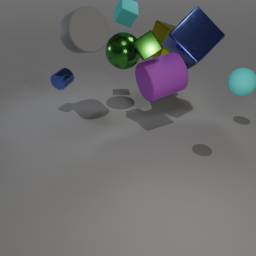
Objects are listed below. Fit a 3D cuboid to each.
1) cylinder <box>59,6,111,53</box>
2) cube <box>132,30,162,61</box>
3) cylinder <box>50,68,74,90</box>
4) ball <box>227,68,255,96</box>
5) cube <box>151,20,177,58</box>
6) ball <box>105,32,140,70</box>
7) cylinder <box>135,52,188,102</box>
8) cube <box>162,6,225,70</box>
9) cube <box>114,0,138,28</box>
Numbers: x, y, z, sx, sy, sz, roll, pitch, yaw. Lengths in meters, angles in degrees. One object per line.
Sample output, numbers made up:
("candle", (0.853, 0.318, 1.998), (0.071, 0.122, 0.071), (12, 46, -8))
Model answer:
("cylinder", (-1.477, -3.235, 9.365), (1.400, 1.400, 1.400), (-14, 19, -23))
("cube", (0.619, -2.694, 9.186), (0.700, 0.700, 0.700), (-32, 13, 6))
("cylinder", (-2.688, -2.007, 11.480), (0.700, 0.700, 0.700), (13, 41, 22))
("ball", (2.859, -1.148, 7.019), (0.700, 0.700, 0.700), (0, 29, 0))
("cube", (1.796, -3.584, 12.042), (1.400, 1.400, 1.400), (6, 32, -27))
("ball", (-0.179, -2.991, 10.903), (1.400, 1.400, 1.400), (0, 29, 0))
("cylinder", (1.173, -1.806, 9.924), (1.400, 1.400, 1.400), (-22, 35, -16))
("cube", (2.289, -3.158, 10.086), (1.400, 1.400, 1.400), (-46, 5, -1))
("cube", (-0.074, -4.458, 10.782), (0.700, 0.700, 0.700), (12, 59, -25))
